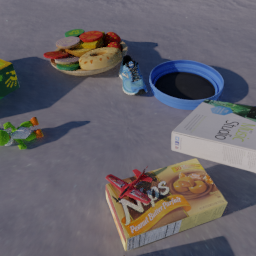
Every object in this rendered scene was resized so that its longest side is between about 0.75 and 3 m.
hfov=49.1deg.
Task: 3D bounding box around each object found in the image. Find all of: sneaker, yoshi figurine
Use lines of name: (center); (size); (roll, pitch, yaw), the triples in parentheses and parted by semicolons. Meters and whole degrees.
sneaker: (0.086, -1.602, 8.382); (0.666, 0.765, 1.700); (-13, 45, -13)
yoshi figurine: (-2.658, 0.158, 6.617); (1.182, 0.662, 0.664); (-20, 53, -16)

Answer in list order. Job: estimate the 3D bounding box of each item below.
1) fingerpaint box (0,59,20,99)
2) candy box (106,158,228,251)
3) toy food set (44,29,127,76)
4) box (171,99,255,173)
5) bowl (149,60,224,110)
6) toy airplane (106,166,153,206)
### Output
fingerpaint box: (-4.805, -1.361, 8.019); (2.458, 0.901, 2.050); (22, 46, 23)
candy box: (0.685, 1.383, 5.334); (1.992, 0.551, 1.150); (-14, 45, -15)
toy food set: (-1.363, -2.570, 9.332); (2.676, 0.658, 2.703); (3, 42, 13)
box: (2.723, 0.148, 5.991); (2.981, 0.542, 2.151); (14, 32, 29)
bowl: (1.705, -1.310, 8.325); (2.155, 0.423, 2.155); (0, 43, 0)
toy airplane: (0.078, 1.037, 5.164); (0.974, 0.179, 0.974); (0, 42, 0)
